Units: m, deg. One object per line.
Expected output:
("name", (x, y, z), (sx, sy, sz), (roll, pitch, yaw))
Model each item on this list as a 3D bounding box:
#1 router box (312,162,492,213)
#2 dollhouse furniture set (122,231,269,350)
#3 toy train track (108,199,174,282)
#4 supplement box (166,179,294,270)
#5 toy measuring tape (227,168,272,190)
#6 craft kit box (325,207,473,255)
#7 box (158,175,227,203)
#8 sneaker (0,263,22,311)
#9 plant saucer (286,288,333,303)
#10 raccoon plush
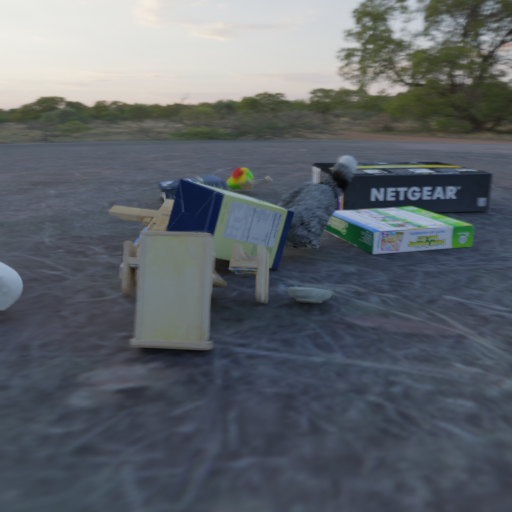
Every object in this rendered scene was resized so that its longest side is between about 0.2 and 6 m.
("router box", (4.202, -2.133, 16.981), (4.388, 1.146, 3.450), (-2, 15, -8))
("dollhouse furniture set", (-0.902, 0.518, 7.769), (1.999, 1.416, 2.176), (2, -6, 5))
("toy train track", (-1.956, -0.251, 11.186), (2.385, 0.676, 4.158), (7, 21, -1))
("supplement box", (-0.517, -0.604, 10.414), (1.675, 1.126, 1.677), (11, 9, -32))
("toy measuring tape", (-0.205, -2.727, 19.319), (2.117, 0.779, 0.779), (-3, 9, 44))
("craft kit box", (3.116, -0.632, 12.635), (2.400, 0.590, 2.430), (-7, 16, -15))
("box", (-1.980, -2.002, 17.140), (1.836, 0.594, 2.329), (-10, 15, -12))
("sneaker", (-4.418, 0.194, 8.357), (2.520, 0.963, 1.014), (7, 29, 21))
("plant saucer", (0.795, 0.602, 8.409), (0.716, 0.180, 0.716), (6, -9, 1))
("raccoon plush", (1.205, -1.153, 11.342), (1.183, 2.445, 1.638), (28, 2, -5))
